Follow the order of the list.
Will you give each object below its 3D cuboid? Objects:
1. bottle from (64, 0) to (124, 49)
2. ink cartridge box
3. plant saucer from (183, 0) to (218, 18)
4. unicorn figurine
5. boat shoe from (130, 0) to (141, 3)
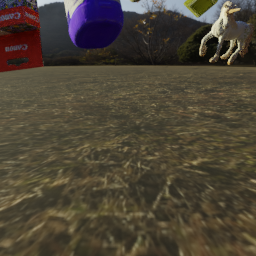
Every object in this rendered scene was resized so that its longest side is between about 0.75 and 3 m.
[{"bbox_3d":[-0.626,-2.288,4.034,0.709,2.173,0.908,-7,-11,-25],"label":"bottle"},{"bbox_3d":[-2.713,-2.562,6.117,1.375,2.524,0.635,-4,5,14],"label":"ink cartridge box"},{"bbox_3d":[2.611,-4.410,9.931,0.940,0.225,0.939,23,-44,-40],"label":"plant saucer"},{"bbox_3d":[3.484,-3.283,9.789,1.106,2.057,2.994,40,38,25],"label":"unicorn figurine"},{"bbox_3d":[0.201,-3.339,6.258,2.686,1.023,0.963,-8,42,-32],"label":"boat shoe"}]
